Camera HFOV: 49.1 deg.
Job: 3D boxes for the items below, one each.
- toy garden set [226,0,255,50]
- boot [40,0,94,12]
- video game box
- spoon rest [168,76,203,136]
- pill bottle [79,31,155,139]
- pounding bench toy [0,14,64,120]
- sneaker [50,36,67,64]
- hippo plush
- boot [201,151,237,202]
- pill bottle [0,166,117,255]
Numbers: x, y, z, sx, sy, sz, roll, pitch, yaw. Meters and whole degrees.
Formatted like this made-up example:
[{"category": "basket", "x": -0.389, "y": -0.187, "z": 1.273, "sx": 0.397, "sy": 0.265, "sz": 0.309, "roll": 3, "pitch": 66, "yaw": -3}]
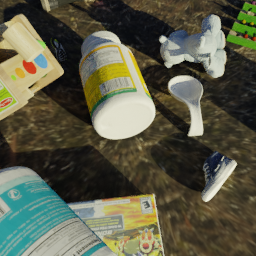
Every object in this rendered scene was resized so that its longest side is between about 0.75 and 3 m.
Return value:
[{"category": "toy garden set", "x": 4.521, "y": -3.394, "z": 9.063, "sx": 1.950, "sy": 0.467, "sz": 2.339, "roll": 23, "pitch": 59, "yaw": 15}, {"category": "boot", "x": -2.316, "y": -5.292, "z": 10.079, "sx": 1.927, "sy": 0.937, "sz": 2.560, "roll": -11, "pitch": 60, "yaw": -6}, {"category": "video game box", "x": -0.609, "y": 2.473, "z": 4.975, "sx": 2.557, "sy": 0.599, "sz": 2.329, "roll": -6, "pitch": 58, "yaw": -4}, {"category": "spoon rest", "x": 1.566, "y": -0.701, "z": 7.172, "sx": 0.911, "sy": 0.556, "sz": 1.833, "roll": -6, "pitch": 57, "yaw": -4}, {"category": "pill bottle", "x": -0.397, "y": -1.159, "z": 6.923, "sx": 1.476, "sy": 1.476, "sz": 2.617, "roll": -13, "pitch": 57, "yaw": -9}, {"category": "pounding bench toy", "x": -2.386, "y": -1.443, "z": 5.990, "sx": 2.583, "sy": 1.605, "sz": 2.015, "roll": -23, "pitch": 21, "yaw": 28}, {"category": "sneaker", "x": -2.041, "y": -2.267, "z": 8.177, "sx": 0.303, "sy": 0.820, "sz": 0.332, "roll": -26, "pitch": 26, "yaw": -22}, {"category": "hippo plush", "x": 1.766, "y": -2.067, "z": 7.850, "sx": 1.570, "sy": 1.556, "sz": 1.953, "roll": -3, "pitch": 38, "yaw": 34}, {"category": "boot", "x": 1.812, "y": 1.029, "z": 6.101, "sx": 0.559, "sy": 0.450, "sz": 1.237, "roll": 33, "pitch": 54, "yaw": 28}, {"category": "pill bottle", "x": -1.186, "y": 1.943, "z": 4.044, "sx": 2.780, "sy": 1.540, "sz": 1.540, "roll": 38, "pitch": 64, "yaw": 22}]
